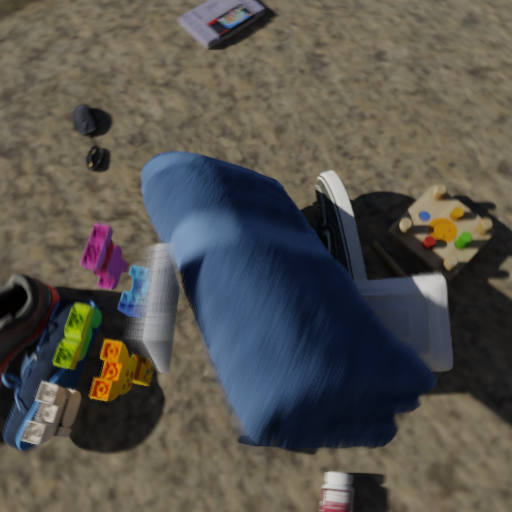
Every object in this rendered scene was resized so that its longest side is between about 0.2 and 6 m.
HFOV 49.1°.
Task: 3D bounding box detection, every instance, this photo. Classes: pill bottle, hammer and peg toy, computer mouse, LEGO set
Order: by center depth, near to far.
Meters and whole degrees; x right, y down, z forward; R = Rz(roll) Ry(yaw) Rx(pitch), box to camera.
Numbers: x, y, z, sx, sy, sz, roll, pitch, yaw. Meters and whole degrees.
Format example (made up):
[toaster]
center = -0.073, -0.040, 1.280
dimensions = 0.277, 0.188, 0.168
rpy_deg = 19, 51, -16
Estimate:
[LEGO set]
center = -1.950, 1.208, 7.758
dimensions = 1.121, 1.206, 2.938
rpy_deg = 8, 70, 16
[pill bottle]
center = 1.193, 3.620, 8.253
dimensions = 0.439, 0.439, 0.770
rpy_deg = 8, 65, 4
[hammer and peg toy]
center = 3.060, -0.272, 9.887
dimensions = 1.976, 0.697, 1.453
rpy_deg = -41, 72, -17
[computer mouse]
center = -3.342, -2.383, 11.091
dimensions = 0.476, 0.277, 1.625
rpy_deg = -17, 67, -8

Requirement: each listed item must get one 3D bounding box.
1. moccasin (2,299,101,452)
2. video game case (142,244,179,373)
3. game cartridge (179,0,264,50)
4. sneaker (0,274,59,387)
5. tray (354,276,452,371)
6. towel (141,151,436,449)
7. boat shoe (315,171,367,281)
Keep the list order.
[moccasin]
center = -3.320, 1.826, 8.908
dimensions = 0.852, 1.006, 2.500
rpy_deg = 14, 52, 9
[video game case]
center = -1.157, 0.689, 6.984
dimensions = 0.147, 1.339, 1.220
rpy_deg = 3, 63, 1
[game cartridge]
center = -0.751, -5.327, 12.444
dimensions = 1.634, 0.314, 1.059
rpy_deg = -38, 67, -16
[sneaker]
center = -4.477, 1.503, 8.747
dimensions = 1.214, 1.290, 3.151
rpy_deg = 27, 68, 11
[tray]
center = 1.619, 1.078, 8.699
dimensions = 2.625, 0.291, 1.409
rpy_deg = -5, 82, 26
[towel]
center = 0.168, 0.255, 7.864
dimensions = 2.774, 1.206, 4.969
rpy_deg = 12, 35, -38
[boat shoe]
center = 1.278, -0.142, 9.626
dimensions = 0.892, 0.991, 2.803
rpy_deg = -10, 72, 0
